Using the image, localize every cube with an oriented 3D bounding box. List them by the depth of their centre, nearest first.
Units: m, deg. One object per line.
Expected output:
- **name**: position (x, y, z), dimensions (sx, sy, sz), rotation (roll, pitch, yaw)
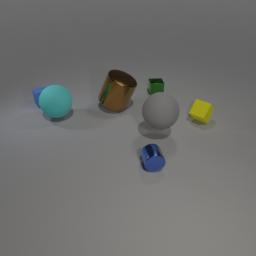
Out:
- **cube**: position (3.149, -0.695, 11.926), dimensions (0.700, 0.700, 0.700), rotation (25, 84, 34)
- **cube**: position (-4.091, -1.508, 13.393), dimensions (0.700, 0.700, 0.700), rotation (-20, 29, -25)
- **cube**: position (1.458, -2.127, 14.538), dimensions (0.700, 0.700, 0.700), rotation (-3, 32, -5)

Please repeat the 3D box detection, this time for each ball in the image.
- **ball**: position (1.229, -0.640, 10.536), dimensions (1.400, 1.400, 1.400), rotation (0, 31, 0)
- **ball**: position (-3.100, -1.145, 12.050), dimensions (1.400, 1.400, 1.400), rotation (0, 31, 0)

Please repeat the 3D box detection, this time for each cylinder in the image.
- **cylinder**: position (0.841, 0.998, 9.408), dimensions (0.700, 0.700, 0.700), rotation (-5, 32, -7)
- **cylinder**: position (-0.479, -1.703, 12.760), dimensions (1.400, 1.400, 1.400), rotation (19, 34, -14)
